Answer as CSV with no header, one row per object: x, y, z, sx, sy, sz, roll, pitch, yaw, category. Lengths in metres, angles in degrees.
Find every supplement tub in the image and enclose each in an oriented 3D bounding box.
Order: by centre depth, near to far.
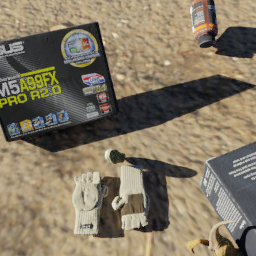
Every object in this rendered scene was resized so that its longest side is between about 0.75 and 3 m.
2.265,-3.088,8.290,0.725,0.725,1.356,-3,79,-2,supplement tub

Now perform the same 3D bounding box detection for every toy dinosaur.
1.636,2.146,5.130,1.047,1.971,0.595,-27,34,15,toy dinosaur

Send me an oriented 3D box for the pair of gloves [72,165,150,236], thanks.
-0.364,1.557,6.103,1.651,0.289,1.404,-7,61,-4,pair of gloves

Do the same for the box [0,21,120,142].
-1.805,-1.092,6.687,2.788,0.617,2.233,-15,105,-8,box

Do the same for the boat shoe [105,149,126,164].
-0.344,0.631,6.258,0.297,0.869,0.325,12,81,22,boat shoe

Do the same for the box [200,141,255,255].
2.824,1.345,5.498,1.981,1.183,2.015,-20,52,-10,box
